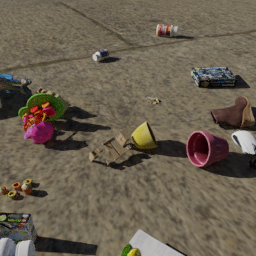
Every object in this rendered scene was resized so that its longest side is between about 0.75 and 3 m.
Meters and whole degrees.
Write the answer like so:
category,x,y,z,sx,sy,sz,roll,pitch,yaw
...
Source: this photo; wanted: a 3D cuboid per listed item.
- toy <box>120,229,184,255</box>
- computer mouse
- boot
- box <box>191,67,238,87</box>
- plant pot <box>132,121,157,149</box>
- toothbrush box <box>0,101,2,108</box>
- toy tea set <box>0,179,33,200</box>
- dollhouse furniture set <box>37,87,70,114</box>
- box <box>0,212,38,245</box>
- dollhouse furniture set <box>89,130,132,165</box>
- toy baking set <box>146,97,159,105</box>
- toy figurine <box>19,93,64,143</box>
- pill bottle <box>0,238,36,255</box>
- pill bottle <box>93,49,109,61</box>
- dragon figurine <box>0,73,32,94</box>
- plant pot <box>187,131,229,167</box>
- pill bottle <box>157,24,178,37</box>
category,x,y,z,sx,sy,sz,roll,pitch,yaw
toy,0.820,3.393,6.248,2.285,0.540,1.316,23,44,29
computer mouse,4.467,0.642,10.193,1.120,0.448,2.043,-8,36,-9
boot,4.357,-0.785,11.969,1.643,0.715,1.975,3,39,1
box,4.538,-2.736,14.933,2.038,0.469,1.620,-2,35,-3
plant pot,0.558,0.364,10.283,0.718,1.011,1.011,-24,34,11
toothbrush box,-7.053,-1.737,13.017,1.828,1.065,2.496,-14,39,-20
toy tea set,-3.418,1.823,8.585,1.030,0.381,0.613,-16,38,-21
dollhouse furniture set,-3.558,-1.130,12.625,1.752,0.776,0.908,25,73,43
box,-3.242,2.533,7.100,1.720,0.947,0.299,2,36,3
dollhouse furniture set,-0.588,0.831,9.931,1.482,0.656,0.768,-33,77,-26
toy baking set,1.151,-1.341,13.300,0.597,0.090,0.778,-2,35,-3
toy figurine,-3.527,-0.160,10.851,1.934,1.452,1.780,-18,43,12
pill bottle,-3.110,3.064,6.245,1.903,1.057,1.057,-6,36,-9
pill bottle,-1.678,-4.493,17.343,0.550,0.550,0.991,29,44,35
dragon figurine,-5.525,-1.954,12.136,2.869,0.844,1.427,13,11,24
plant pot,2.802,0.702,9.611,1.076,1.202,1.202,1,32,-26
pill bottle,2.964,-7.328,21.104,1.520,0.833,0.833,7,36,10
